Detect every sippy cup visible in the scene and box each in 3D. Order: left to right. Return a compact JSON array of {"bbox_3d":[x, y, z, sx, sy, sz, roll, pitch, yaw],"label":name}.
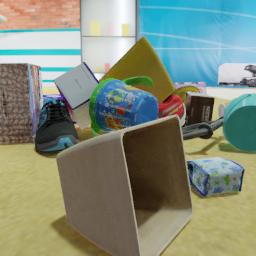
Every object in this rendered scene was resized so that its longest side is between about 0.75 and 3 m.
[{"bbox_3d":[-0.024,-0.487,7.399,1.423,1.941,1.524,17,8,36],"label":"sippy cup"}]

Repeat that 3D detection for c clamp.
[{"bbox_3d":[2.034,-0.023,7.565,2.470,0.392,2.892,-11,3,39],"label":"c clamp"}]

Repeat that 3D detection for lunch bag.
[{"bbox_3d":[1.364,0.731,4.611,0.688,0.516,0.810,-3,21,-15],"label":"lunch bag"}]

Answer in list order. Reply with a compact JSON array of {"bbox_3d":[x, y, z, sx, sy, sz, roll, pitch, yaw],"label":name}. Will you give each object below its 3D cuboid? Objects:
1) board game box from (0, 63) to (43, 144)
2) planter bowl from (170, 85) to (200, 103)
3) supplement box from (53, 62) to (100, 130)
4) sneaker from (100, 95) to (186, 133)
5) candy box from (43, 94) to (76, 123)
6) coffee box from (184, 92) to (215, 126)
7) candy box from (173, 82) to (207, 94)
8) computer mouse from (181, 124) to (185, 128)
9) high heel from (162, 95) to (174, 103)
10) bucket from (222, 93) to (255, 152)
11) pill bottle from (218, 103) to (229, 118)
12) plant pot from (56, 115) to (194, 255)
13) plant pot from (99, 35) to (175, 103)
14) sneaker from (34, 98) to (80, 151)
[{"bbox_3d":[-3.403,-0.843,8.540,1.305,2.148,2.694,-3,10,-10],"label":"board game box"},{"bbox_3d":[2.843,-1.258,13.807,1.684,1.684,0.701,-3,53,-14],"label":"planter bowl"},{"bbox_3d":[-1.393,-0.900,8.703,1.099,1.076,2.127,-33,-13,-10],"label":"supplement box"},{"bbox_3d":[0.315,-0.492,8.854,2.926,1.242,1.127,-7,9,5],"label":"sneaker"},{"bbox_3d":[-2.078,-0.891,11.780,2.751,1.060,2.326,-6,14,-34],"label":"candy box"},{"bbox_3d":[2.547,-0.683,10.337,0.808,1.145,2.026,7,12,5],"label":"coffee box"},{"bbox_3d":[2.529,-1.778,15.342,2.254,0.961,2.687,-6,0,-33],"label":"candy box"},{"bbox_3d":[1.900,-0.086,9.879,0.323,0.187,1.102,1,11,1],"label":"computer mouse"},{"bbox_3d":[1.421,-0.781,10.874,0.823,1.173,2.441,-3,11,-14],"label":"high heel"},{"bbox_3d":[3.039,-0.118,7.001,1.388,1.388,0.903,4,20,20],"label":"bucket"},{"bbox_3d":[4.503,-0.709,11.822,1.237,0.699,0.699,-1,11,-8],"label":"pill bottle"},{"bbox_3d":[-0.076,0.627,3.384,1.179,1.330,1.331,-6,5,35],"label":"plant pot"},{"bbox_3d":[0.364,-1.586,10.179,2.313,2.041,2.314,-45,5,3],"label":"plant pot"},{"bbox_3d":[-2.000,-0.146,7.465,1.060,1.186,2.896,-5,12,-22],"label":"sneaker"}]
